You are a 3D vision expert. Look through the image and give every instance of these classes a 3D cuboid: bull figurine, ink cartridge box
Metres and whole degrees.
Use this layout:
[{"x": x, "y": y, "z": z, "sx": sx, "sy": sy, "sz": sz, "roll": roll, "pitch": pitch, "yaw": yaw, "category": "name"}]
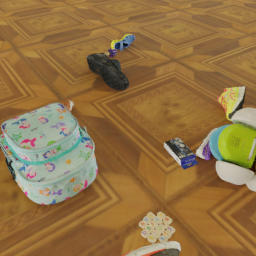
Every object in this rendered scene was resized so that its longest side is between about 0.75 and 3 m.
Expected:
[{"x": -2.331, "y": -0.585, "z": 9.927, "sx": 0.810, "sy": 0.435, "sz": 1.335, "roll": -7, "pitch": 39, "yaw": -6, "category": "bull figurine"}, {"x": 1.612, "y": 0.747, "z": 8.499, "sx": 0.554, "sy": 0.218, "sz": 1.114, "roll": -18, "pitch": 44, "yaw": -21, "category": "ink cartridge box"}]

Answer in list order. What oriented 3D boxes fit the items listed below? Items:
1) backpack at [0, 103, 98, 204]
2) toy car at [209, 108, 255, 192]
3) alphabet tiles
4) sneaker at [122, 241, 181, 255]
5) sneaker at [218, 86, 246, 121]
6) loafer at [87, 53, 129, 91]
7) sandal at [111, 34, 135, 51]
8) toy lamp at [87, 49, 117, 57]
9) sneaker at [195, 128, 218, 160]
[{"x": -2.047, "y": 0.649, "z": 7.453, "sx": 2.224, "sy": 1.886, "sz": 2.505, "roll": -25, "pitch": 51, "yaw": -26, "category": "backpack"}, {"x": 3.148, "y": 0.590, "z": 7.496, "sx": 2.193, "sy": 1.919, "sz": 1.644, "roll": 21, "pitch": -4, "yaw": -19, "category": "toy car"}, {"x": 0.690, "y": 2.360, "z": 6.676, "sx": 0.775, "sy": 0.058, "sz": 0.793, "roll": 29, "pitch": 48, "yaw": 31, "category": "alphabet tiles"}, {"x": 0.059, "y": 3.040, "z": 5.456, "sx": 2.464, "sy": 0.950, "sz": 1.009, "roll": -17, "pitch": 71, "yaw": -22, "category": "sneaker"}, {"x": 3.687, "y": -0.881, "z": 10.130, "sx": 0.903, "sy": 0.781, "sz": 2.000, "roll": 9, "pitch": 34, "yaw": 23, "category": "sneaker"}, {"x": -0.724, "y": -2.493, "z": 11.737, "sx": 1.046, "sy": 1.012, "sz": 2.980, "roll": -28, "pitch": 43, "yaw": -17, "category": "loafer"}, {"x": -0.148, "y": -4.346, "z": 14.396, "sx": 1.453, "sy": 0.578, "sz": 0.633, "roll": -37, "pitch": 55, "yaw": -25, "category": "sandal"}, {"x": -1.206, "y": -3.487, "z": 13.436, "sx": 1.486, "sy": 0.432, "sz": 0.432, "roll": -21, "pitch": 44, "yaw": -22, "category": "toy lamp"}, {"x": 2.558, "y": 0.524, "z": 8.652, "sx": 0.547, "sy": 0.528, "sz": 1.310, "roll": 37, "pitch": 55, "yaw": 10, "category": "sneaker"}]
